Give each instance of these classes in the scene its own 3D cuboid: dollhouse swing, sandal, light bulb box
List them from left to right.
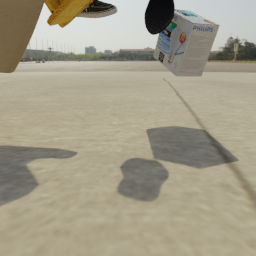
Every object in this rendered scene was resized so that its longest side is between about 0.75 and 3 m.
[{"bbox_3d":[-1.602,-3.613,7.175,1.701,1.546,1.495,-32,0,26],"label":"dollhouse swing"},{"bbox_3d":[0.892,-3.327,7.400,0.772,2.054,0.463,0,-18,19],"label":"sandal"},{"bbox_3d":[1.583,-2.436,7.961,0.920,1.474,1.461,-5,37,-25],"label":"light bulb box"}]

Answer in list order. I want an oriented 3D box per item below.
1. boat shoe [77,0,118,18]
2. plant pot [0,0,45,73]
[{"bbox_3d":[-1.159,-3.621,8.205,1.730,0.591,0.639,11,43,19],"label":"boat shoe"},{"bbox_3d":[-3.570,-2.784,6.207,2.810,2.488,2.807,-2,38,-32],"label":"plant pot"}]
